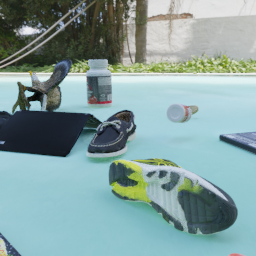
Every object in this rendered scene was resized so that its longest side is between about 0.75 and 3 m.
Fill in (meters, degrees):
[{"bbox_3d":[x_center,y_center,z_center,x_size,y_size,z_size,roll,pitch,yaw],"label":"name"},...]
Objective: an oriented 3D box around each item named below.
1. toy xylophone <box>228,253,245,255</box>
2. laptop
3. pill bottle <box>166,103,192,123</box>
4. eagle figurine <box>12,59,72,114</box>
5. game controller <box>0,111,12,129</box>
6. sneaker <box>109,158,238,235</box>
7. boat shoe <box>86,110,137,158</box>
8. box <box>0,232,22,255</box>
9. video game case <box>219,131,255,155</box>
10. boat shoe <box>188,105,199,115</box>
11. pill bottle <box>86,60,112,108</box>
[{"bbox_3d":[1.257,1.540,1.861,1.302,0.447,1.778,7,15,25],"label":"toy xylophone"},{"bbox_3d":[-2.133,0.239,8.216,2.391,1.394,2.698,4,-12,15],"label":"laptop"},{"bbox_3d":[1.480,-0.406,7.895,0.533,0.533,0.950,7,4,28],"label":"pill bottle"},{"bbox_3d":[-3.584,-1.775,12.393,2.175,2.164,2.867,-2,16,43],"label":"eagle figurine"},{"bbox_3d":[-5.419,-0.180,9.437,2.891,0.609,1.508,0,28,4],"label":"game controller"},{"bbox_3d":[0.657,0.811,4.210,0.928,0.817,2.193,-12,17,-41],"label":"sneaker"},{"bbox_3d":[-0.345,0.087,7.333,1.000,0.817,2.707,4,14,18],"label":"boat shoe"},{"bbox_3d":[-1.758,1.397,2.909,0.923,0.255,1.352,-13,18,-43],"label":"box"},{"bbox_3d":[3.814,0.346,7.643,2.076,0.197,1.483,-3,13,-18],"label":"video game case"},{"bbox_3d":[2.230,-0.677,11.089,1.108,0.409,0.383,-13,-14,27],"label":"boat shoe"},{"bbox_3d":[-1.457,-2.240,14.096,1.286,2.323,1.286,-1,13,0],"label":"pill bottle"}]
